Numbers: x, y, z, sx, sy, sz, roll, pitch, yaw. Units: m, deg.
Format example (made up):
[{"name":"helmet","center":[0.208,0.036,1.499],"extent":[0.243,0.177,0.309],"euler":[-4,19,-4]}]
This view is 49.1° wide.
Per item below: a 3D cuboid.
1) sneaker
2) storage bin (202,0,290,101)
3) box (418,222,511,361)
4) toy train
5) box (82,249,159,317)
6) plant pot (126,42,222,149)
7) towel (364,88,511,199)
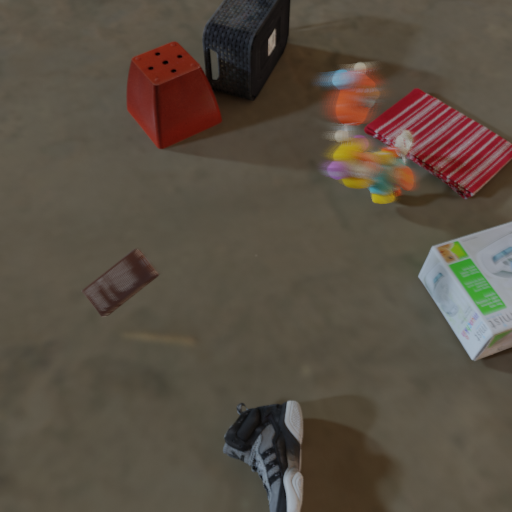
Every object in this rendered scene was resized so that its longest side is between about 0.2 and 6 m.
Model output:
[{"name":"sneaker","center":[0.079,2.917,7.714],"extent":[1.102,0.731,1.936],"euler":[3,50,3]},{"name":"storage bin","center":[-0.158,-4.854,12.502],"extent":[1.131,1.631,2.413],"euler":[18,57,13]},{"name":"box","center":[4.062,0.515,9.205],"extent":[2.007,0.970,1.771],"euler":[-15,55,-12]},{"name":"toy train","center":[2.205,-2.037,9.894],"extent":[0.741,2.666,2.003],"euler":[14,81,46]},{"name":"box","center":[-1.588,0.315,6.575],"extent":[0.796,0.298,0.399],"euler":[-38,87,0]},{"name":"plant pot","center":[-1.796,-3.462,11.693],"extent":[1.574,1.388,1.575],"euler":[-29,61,-18]},{"name":"towel","center":[3.815,-2.407,11.630],"extent":[2.686,0.302,1.942],"euler":[40,62,22]}]
